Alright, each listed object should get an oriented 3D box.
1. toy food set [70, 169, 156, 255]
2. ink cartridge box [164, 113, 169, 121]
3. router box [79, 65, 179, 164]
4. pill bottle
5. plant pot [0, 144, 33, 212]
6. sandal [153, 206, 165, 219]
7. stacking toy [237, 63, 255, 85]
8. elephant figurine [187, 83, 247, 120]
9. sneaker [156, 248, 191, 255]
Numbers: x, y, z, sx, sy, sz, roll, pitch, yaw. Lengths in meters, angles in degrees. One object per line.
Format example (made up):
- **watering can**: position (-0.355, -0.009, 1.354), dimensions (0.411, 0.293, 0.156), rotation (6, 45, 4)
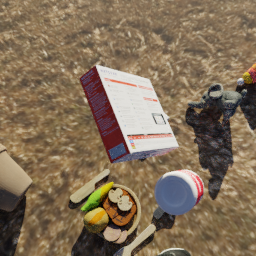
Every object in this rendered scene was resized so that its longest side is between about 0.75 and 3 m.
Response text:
- **toy food set**: position (-0.514, 2.822, 9.368), dimensions (1.947, 0.566, 2.821), rotation (-39, 72, -15)
- **ink cartridge box**: position (0.916, -0.171, 10.781), dimensions (1.251, 0.315, 0.682), rotation (-43, 73, -15)
- **router box**: position (0.136, -0.322, 7.014), dimensions (0.588, 2.408, 2.161), rotation (-31, 73, 31)
- **pill bottle**: position (1.494, 1.699, 7.703), dimensions (1.068, 1.902, 1.068), rotation (-2, 84, 23)
- **plant pot**: position (-4.246, 1.765, 9.248), dimensions (1.821, 2.089, 2.089), rotation (34, 70, -7)
- **sandal**: position (1.296, 2.670, 9.654), dimensions (1.093, 0.234, 0.416), rotation (-40, 65, -5)
- **stacking toy**: position (4.997, -2.089, 11.455), dimensions (1.117, 0.816, 0.816), rotation (-29, 69, 5)
- **elephant figurine**: position (3.409, -1.133, 10.849), dimensions (1.650, 1.167, 1.280), rotation (35, 42, 30)
- **sneaker**: position (0.943, 4.259, 8.508), dimensions (2.228, 0.975, 0.844), rotation (-10, 71, -7)
